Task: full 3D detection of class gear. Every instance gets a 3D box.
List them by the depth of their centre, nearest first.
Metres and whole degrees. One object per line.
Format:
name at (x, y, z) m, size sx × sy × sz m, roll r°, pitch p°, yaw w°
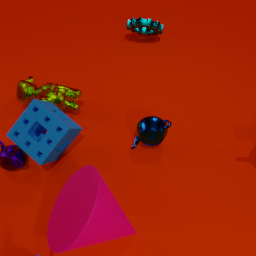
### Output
gear at (0.668, -3.969, 11.028) m, size 1.441 × 0.267 × 1.441 m, roll 9°, pitch 4°, yaw -1°

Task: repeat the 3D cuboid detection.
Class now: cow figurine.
cow figurine at (-2.307, -0.951, 8.103) m, size 1.677 × 0.920 × 1.650 m, roll 5°, pitch 9°, yaw -35°

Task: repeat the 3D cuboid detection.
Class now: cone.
cone at (-0.409, 1.723, 5.219) m, size 1.548 × 1.542 × 1.542 m, roll 33°, pitch 36°, yaw -27°

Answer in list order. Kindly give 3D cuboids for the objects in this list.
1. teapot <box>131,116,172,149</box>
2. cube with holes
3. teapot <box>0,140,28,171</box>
teapot at (0.559, 0.139, 6.969) m, size 1.287 × 0.800 × 0.630 m, roll -31°, pitch 32°, yaw 33°
cube with holes at (-1.870, 0.086, 6.442) m, size 1.012 × 1.012 × 1.012 m, roll 39°, pitch 94°, yaw 5°
teapot at (-2.778, 0.648, 6.682) m, size 1.071 × 0.524 × 0.666 m, roll 29°, pitch 40°, yaw 31°
